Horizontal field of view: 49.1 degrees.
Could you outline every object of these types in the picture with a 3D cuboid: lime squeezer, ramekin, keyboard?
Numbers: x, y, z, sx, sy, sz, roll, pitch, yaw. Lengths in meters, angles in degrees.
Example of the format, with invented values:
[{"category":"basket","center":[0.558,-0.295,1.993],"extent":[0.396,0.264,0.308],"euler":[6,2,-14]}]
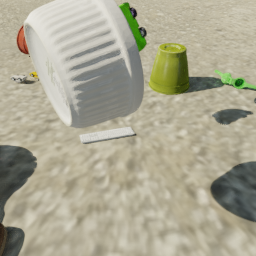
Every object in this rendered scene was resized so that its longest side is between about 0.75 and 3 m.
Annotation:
[{"category":"lime squeezer","center":[3.465,-1.474,8.971],"extent":[0.715,0.382,2.024],"euler":[9,19,-48]},{"category":"ramekin","center":[-0.577,-0.743,3.310],"extent":[0.825,1.573,1.573],"euler":[-26,42,-21]},{"category":"keyboard","center":[-0.512,0.162,6.799],"extent":[1.295,0.069,0.364],"euler":[-9,36,-13]}]

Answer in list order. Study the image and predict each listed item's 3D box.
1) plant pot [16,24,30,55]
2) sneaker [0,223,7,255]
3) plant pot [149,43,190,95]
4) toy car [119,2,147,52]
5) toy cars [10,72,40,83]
[{"category":"plant pot","center":[-3.286,-3.212,10.639],"extent":[1.260,1.296,1.296],"euler":[28,43,22]},{"category":"sneaker","center":[-2.377,1.919,3.773],"extent":[0.654,0.701,1.855],"euler":[11,37,15]},{"category":"plant pot","center":[1.311,-1.893,8.661],"extent":[1.312,1.264,1.312],"euler":[0,35,0]},{"category":"toy car","center":[-0.370,-2.528,5.587],"extent":[2.402,2.260,0.536],"euler":[-35,20,-19]},{"category":"toy cars","center":[-3.262,-1.652,9.215],"extent":[1.141,0.253,0.512],"euler":[-14,30,-13]}]
